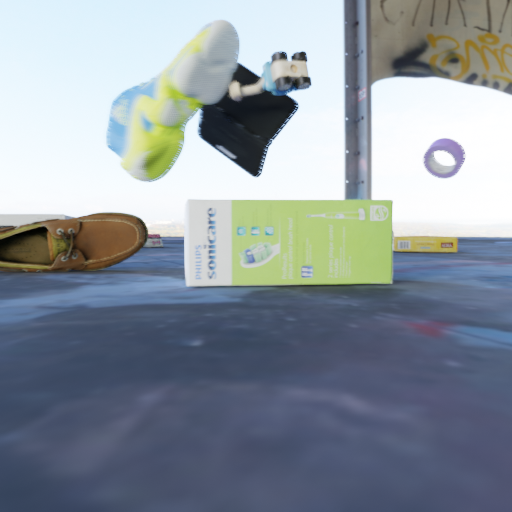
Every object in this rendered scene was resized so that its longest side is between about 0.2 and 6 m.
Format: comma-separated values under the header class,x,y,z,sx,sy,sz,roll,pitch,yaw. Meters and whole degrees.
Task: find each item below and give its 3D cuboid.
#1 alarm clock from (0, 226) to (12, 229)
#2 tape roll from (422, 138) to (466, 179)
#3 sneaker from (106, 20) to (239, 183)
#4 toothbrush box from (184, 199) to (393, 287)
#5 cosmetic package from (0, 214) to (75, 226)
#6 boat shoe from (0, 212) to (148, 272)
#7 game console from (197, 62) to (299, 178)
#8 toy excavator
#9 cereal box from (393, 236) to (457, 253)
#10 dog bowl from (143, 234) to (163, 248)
class,x,y,z,sx,sy,sz,roll,pitch,yaw
alarm clock,-4.342,-0.145,8.043,1.916,0.638,1.293,2,3,4
tape roll,4.195,-2.174,12.508,0.860,0.860,0.366,2,38,39
sneaker,-1.694,-2.965,10.024,1.678,3.194,1.210,33,-1,30
toothbrush box,0.246,-0.166,5.905,1.992,0.858,1.450,1,3,-8
cosmetic package,-6.059,-0.524,13.208,3.553,0.900,1.466,0,3,0
boat shoe,-2.429,-0.103,7.056,2.100,0.755,0.714,-10,6,-3
game console,-0.219,-2.881,11.983,1.824,1.604,1.062,38,56,15
toy excavator,0.242,-3.070,9.934,1.180,0.606,1.213,-8,-6,-24
cereal box,4.022,-0.304,13.888,1.452,0.399,2.018,0,3,6
dog bowl,-3.444,-0.465,17.199,1.181,0.436,1.181,0,2,0
